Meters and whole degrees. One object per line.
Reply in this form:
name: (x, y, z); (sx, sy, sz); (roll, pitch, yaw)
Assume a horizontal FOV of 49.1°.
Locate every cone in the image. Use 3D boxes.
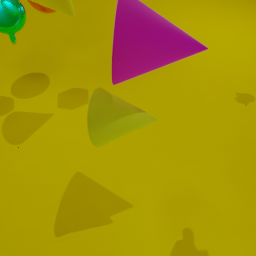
cone: (-1.756, -3.276, 7.052); (1.347, 1.352, 1.347); (-18, 52, 25)
cone: (0.005, -0.187, 5.532); (1.226, 1.221, 1.221); (2, 51, 16)
cone: (0.627, -1.526, 5.088); (1.661, 1.655, 1.655); (6, 52, 1)

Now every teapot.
teapot: (-3.375, -3.203, 7.839); (1.036, 1.666, 0.815); (-10, 14, -9)

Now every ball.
ball: (-2.446, -4.094, 8.351); (1.255, 1.255, 1.255); (0, 51, 0)
